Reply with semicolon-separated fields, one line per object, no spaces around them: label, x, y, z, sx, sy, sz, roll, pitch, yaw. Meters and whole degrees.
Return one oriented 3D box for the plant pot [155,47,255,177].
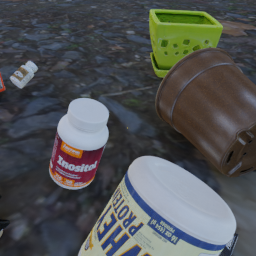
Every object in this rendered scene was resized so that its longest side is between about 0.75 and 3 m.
plant pot;1.974;-0.251;5.794;2.088;2.088;2.067;-14;45;-20

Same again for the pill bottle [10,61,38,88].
pill bottle;-3.031;-1.580;8.214;0.440;0.440;0.770;24;67;31

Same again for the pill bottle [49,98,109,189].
pill bottle;-0.827;0.278;4.787;0.845;1.497;0.845;14;36;-10

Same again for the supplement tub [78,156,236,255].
supplement tub;0.202;1.321;3.103;1.251;1.726;1.251;29;12;-7

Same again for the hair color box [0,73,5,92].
hair color box;-4.897;-1.121;7.501;2.621;0.803;1.330;-32;58;-30

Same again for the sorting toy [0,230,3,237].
sorting toy;-2.536;1.836;4.156;0.947;0.187;1.024;4;35;6

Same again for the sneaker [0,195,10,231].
sneaker;-2.267;0.850;4.085;0.620;1.591;0.558;-20;4;-25

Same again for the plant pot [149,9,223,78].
plant pot;1.655;-2.684;9.047;1.962;1.789;1.972;1;35;-3

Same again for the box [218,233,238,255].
box;0.968;1.828;4.077;0.927;0.283;1.170;21;39;27
